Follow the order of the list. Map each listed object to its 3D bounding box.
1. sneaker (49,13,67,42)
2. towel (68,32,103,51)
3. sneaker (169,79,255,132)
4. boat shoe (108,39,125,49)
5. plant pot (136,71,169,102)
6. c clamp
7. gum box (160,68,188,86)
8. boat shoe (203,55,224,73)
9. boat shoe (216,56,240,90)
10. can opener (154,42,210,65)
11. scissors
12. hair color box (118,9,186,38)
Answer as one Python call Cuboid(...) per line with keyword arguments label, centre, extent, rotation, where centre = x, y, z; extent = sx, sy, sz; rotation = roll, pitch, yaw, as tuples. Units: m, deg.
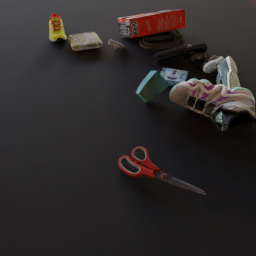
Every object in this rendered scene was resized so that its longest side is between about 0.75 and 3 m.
Cuboid(label="sneaker", centre=(-3.445, -4.814, 13.375), extent=(0.796, 0.920, 2.037), rotation=(-11, 45, -15))
Cuboid(label="towel", centre=(-1.980, -3.981, 12.901), extent=(1.400, 0.337, 1.198), rotation=(-13, 47, -14))
Cuboid(label="sneaker", centre=(2.613, -0.569, 8.537), extent=(2.712, 1.054, 1.897), rotation=(5, 41, 6))
Cuboid(label="boat shoe", centre=(-0.540, -3.704, 12.622), extent=(0.791, 0.337, 0.292), rotation=(12, 28, -31))
Cuboid(label="plant pot", centre=(0.768, -1.370, 9.500), extent=(0.941, 0.665, 0.665), rotation=(-46, 17, -1))
Cuboid(label="c clamp", centre=(1.587, -4.051, 12.976), extent=(2.408, 0.326, 2.058), rotation=(-11, 40, -16))
Cuboid(label="gum box", centre=(1.713, -1.945, 10.693), extent=(1.016, 0.226, 0.863), rotation=(12, 43, 13))
Cuboid(label="boat shoe", centre=(3.319, -2.611, 11.247), extent=(0.466, 0.494, 1.376), rotation=(31, 48, 30))
Cuboid(label="boat shoe", centre=(3.659, -1.810, 10.395), extent=(0.663, 0.782, 2.147), rotation=(-28, 35, 38))
Cuboid(label="can opener", centre=(2.208, -3.064, 11.556), extent=(2.341, 0.742, 0.920), rotation=(-7, 43, -9))
Cuboid(label="scissors", centre=(0.722, 1.223, 6.948), extent=(0.874, 0.167, 2.390), rotation=(-40, 50, -18))
Cuboid(label="hair color box", centre=(1.132, -5.008, 13.350), extent=(2.882, 0.883, 1.463), rotation=(-18, 27, -19))
